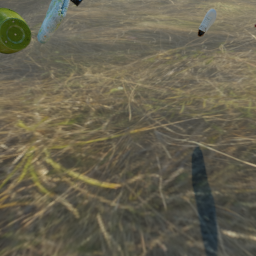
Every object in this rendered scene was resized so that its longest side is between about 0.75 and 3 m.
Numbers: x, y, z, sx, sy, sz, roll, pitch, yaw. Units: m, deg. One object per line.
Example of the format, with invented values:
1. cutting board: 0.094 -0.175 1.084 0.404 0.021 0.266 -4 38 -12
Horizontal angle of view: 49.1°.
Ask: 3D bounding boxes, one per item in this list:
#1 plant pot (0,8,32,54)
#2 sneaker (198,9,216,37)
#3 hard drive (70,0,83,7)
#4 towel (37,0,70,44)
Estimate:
1. plant pot: -3.359 -2.714 7.981 1.322 1.322 1.273 -23 31 -26
2. sneaker: 2.808 -3.700 9.995 0.381 1.045 0.443 31 51 9
3. hard drive: -1.801 -4.568 8.285 0.307 1.621 1.132 -17 40 56
4. towel: -1.969 -3.083 7.536 0.333 1.185 1.384 23 53 -29
